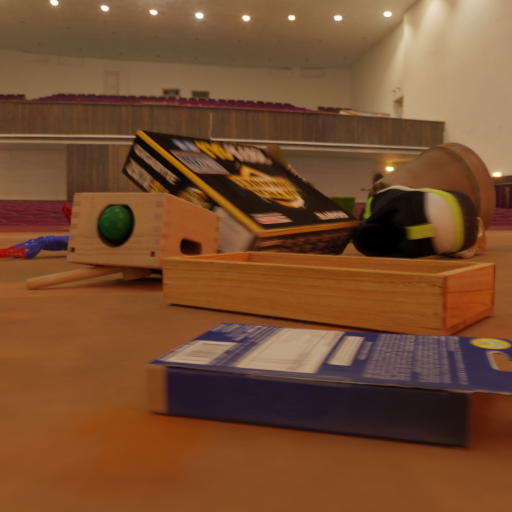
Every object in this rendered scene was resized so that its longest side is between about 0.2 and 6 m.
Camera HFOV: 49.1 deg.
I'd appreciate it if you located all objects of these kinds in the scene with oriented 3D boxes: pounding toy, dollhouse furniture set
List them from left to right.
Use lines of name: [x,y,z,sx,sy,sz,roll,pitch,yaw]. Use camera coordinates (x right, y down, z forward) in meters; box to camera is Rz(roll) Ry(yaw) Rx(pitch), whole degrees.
pounding toy: [-1.410,-0.080,6.206,1.412,1.091,1.534,3,-6,24]
dollhouse furniture set: [1.719,-1.114,17.229,1.729,1.335,3.459,-1,4,-20]

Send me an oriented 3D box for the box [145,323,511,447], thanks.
box: [0.365,0.483,2.308,1.397,0.226,0.846,0,4,18]

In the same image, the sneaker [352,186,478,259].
sneaker: [2.201,-0.544,9.490,1.473,1.276,3.557,-12,1,-12]

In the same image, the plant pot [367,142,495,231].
plant pot: [3.796,-1.215,12.874,2.095,2.414,2.414,-16,10,-22]

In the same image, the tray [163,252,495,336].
tray: [0.507,0.238,4.487,2.378,0.440,1.173,4,5,37]

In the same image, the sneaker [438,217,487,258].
sneaker: [3.645,-0.278,10.663,0.955,0.824,2.179,-16,-10,36]

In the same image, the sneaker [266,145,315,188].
sneaker: [0.780,-1.444,11.461,0.828,1.844,0.618,-10,23,9]

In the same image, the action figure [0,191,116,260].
action figure: [-3.650,-0.594,10.520,2.741,1.356,0.894,0,4,-44]

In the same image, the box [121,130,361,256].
box: [-0.102,-0.873,8.593,2.491,0.770,3.119,39,24,25]
